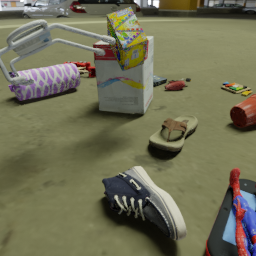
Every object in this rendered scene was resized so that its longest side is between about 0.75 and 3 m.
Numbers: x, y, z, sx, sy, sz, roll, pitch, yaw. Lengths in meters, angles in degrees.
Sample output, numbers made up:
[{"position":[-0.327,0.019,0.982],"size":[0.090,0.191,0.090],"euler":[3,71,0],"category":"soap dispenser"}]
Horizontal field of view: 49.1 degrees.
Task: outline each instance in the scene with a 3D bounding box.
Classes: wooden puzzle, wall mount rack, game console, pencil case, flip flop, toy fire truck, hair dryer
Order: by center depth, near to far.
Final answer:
[{"position":[2.743,1.937,4.990],"size":[2.259,0.396,2.554],"euler":[14,30,27],"category":"game console"},{"position":[-1.694,-1.824,6.616],"size":[2.413,1.035,2.777],"euler":[-28,12,-8],"category":"wall mount rack"},{"position":[1.442,-0.009,8.485],"size":[1.022,0.726,2.520],"euler":[17,31,30],"category":"flip flop"},{"position":[-3.531,-1.998,12.049],"size":[2.957,1.241,1.264],"euler":[-18,4,-34],"category":"pencil case"},{"position":[4.928,-1.844,12.755],"size":[1.113,0.193,1.649],"euler":[-18,31,-31],"category":"wooden puzzle"},{"position":[2.186,-1.998,13.031],"size":[1.113,0.397,1.461],"euler":[-1,16,40],"category":"hair dryer"},{"position":[-2.574,-3.166,15.042],"size":[2.042,0.498,1.440],"euler":[1,27,2],"category":"toy fire truck"}]

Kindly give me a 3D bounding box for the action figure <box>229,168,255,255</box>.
[{"position":[2.169,1.636,4.555],"size":[0.910,0.719,2.783],"euler":[10,32,8],"category":"action figure"}]

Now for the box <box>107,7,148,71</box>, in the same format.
[{"position":[-0.043,-2.428,7.771],"size":[0.716,1.174,1.131],"euler":[-22,74,-9],"category":"box"}]

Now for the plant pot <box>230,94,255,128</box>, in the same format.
[{"position":[4.033,-0.525,9.342],"size":[0.994,1.022,1.022],"euler":[-20,32,-20],"category":"plant pot"}]

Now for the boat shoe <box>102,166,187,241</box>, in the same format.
[{"position":[0.194,1.535,5.495],"size":[0.997,0.803,2.151],"euler":[-16,22,-17],"category":"boat shoe"}]

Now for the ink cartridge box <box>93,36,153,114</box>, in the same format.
[{"position":[-0.073,-2.029,10.536],"size":[1.825,2.523,1.833],"euler":[4,26,15],"category":"ink cartridge box"}]

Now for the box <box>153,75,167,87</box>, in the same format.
[{"position":[1.311,-2.283,13.566],"size":[0.949,0.242,0.749],"euler":[-24,36,-38],"category":"box"}]
